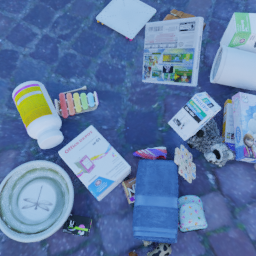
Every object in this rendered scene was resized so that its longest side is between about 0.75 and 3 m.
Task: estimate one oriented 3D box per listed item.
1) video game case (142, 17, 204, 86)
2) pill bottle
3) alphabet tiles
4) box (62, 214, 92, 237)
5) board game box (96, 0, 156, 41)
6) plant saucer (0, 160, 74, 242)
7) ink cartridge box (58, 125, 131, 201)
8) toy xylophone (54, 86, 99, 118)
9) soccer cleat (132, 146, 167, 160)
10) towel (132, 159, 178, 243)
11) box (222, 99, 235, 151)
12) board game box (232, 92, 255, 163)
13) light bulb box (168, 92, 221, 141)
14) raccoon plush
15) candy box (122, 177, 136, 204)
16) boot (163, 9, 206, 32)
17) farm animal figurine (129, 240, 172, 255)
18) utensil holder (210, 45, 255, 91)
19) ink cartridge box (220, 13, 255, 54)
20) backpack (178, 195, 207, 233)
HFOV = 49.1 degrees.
[{"bbox_3d":[1.333,-2.386,8.892,2.156,0.237,1.965,15,106,45],"label":"video game case"},{"bbox_3d":[-3.568,-0.508,11.296,1.377,1.377,2.641,-26,69,-10],"label":"pill bottle"},{"bbox_3d":[2.184,1.357,10.660,0.100,1.373,1.342,-24,38,35],"label":"alphabet tiles"},{"bbox_3d":[-1.814,3.512,10.102,0.891,0.554,0.662,9,68,5],"label":"box"},{"bbox_3d":[-0.082,-5.596,13.987,2.208,0.286,2.208,33,71,12],"label":"board game box"},{"bbox_3d":[-3.353,2.658,10.294,2.895,0.727,2.895,-2,65,3],"label":"plant saucer"},{"bbox_3d":[-1.271,1.319,10.761,1.686,0.988,2.334,-41,72,-15],"label":"ink cartridge box"},{"bbox_3d":[-2.239,-1.174,12.066,1.885,0.474,1.380,-19,69,-8],"label":"toy xylophone"},{"bbox_3d":[0.874,1.043,11.183,1.374,0.469,0.503,-5,72,-5],"label":"soccer cleat"},{"bbox_3d":[1.006,2.539,9.978,1.572,0.683,2.815,5,66,1],"label":"towel"},{"bbox_3d":[4.654,-0.023,11.615,1.349,0.470,2.265,11,70,3],"label":"box"},{"bbox_3d":[5.484,0.094,11.083,2.679,0.581,2.666,9,68,-14],"label":"board game box"},{"bbox_3d":[2.005,-0.374,8.343,0.748,1.188,1.199,48,117,12],"label":"light bulb box"},{"bbox_3d":[3.586,0.242,11.158,1.758,1.269,2.624,33,71,4],"label":"raccoon plush"},{"bbox_3d":[0.576,2.242,10.698,1.428,0.403,0.833,-17,68,-10],"label":"candy box"},{"bbox_3d":[2.340,-4.587,13.316,1.863,0.887,2.408,34,64,15],"label":"boot"},{"bbox_3d":[0.907,4.560,9.442,1.765,0.920,1.745,36,69,13],"label":"farm animal figurine"},{"bbox_3d":[4.724,-2.544,12.046,1.907,1.621,1.621,13,68,3],"label":"utensil holder"},{"bbox_3d":[5.750,-3.896,12.354,2.753,2.003,1.157,3,68,1],"label":"ink cartridge box"},{"bbox_3d":[2.226,3.046,10.104,1.089,0.949,1.238,-9,63,2],"label":"backpack"}]
